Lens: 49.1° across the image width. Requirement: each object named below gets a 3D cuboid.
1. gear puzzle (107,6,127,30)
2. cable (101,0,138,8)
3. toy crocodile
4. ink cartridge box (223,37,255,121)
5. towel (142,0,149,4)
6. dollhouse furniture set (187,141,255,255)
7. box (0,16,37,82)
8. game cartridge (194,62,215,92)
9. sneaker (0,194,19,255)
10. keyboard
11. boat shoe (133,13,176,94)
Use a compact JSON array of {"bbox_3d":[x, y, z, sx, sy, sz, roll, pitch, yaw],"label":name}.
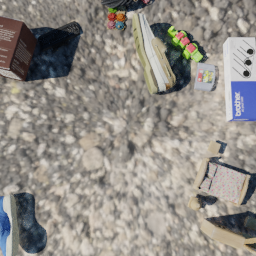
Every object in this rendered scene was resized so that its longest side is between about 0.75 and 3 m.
[{"bbox_3d":[-0.406,-4.333,10.486,0.701,0.177,1.354,4,83,1],"label":"gear puzzle"},{"bbox_3d":[-0.414,-5.309,10.512,1.556,0.484,1.907,-17,74,8],"label":"cable"},{"bbox_3d":[2.076,-3.043,10.161,0.542,0.495,1.605,-40,85,-5],"label":"toy crocodile"},{"bbox_3d":[4.190,-1.704,9.897,1.375,0.647,2.924,0,82,1],"label":"ink cartridge box"},{"bbox_3d":[0.755,-5.456,10.677,0.901,0.142,1.251,39,84,4],"label":"towel"},{"bbox_3d":[3.491,2.173,8.970,2.507,1.435,2.940,21,83,2],"label":"dollhouse furniture set"},{"bbox_3d":[-4.222,-2.719,9.642,1.408,1.422,1.714,14,82,2],"label":"box"},{"bbox_3d":[2.802,-1.849,10.152,0.673,0.207,1.011,9,82,-1],"label":"game cartridge"},{"bbox_3d":[-4.267,3.306,9.112,1.158,0.799,2.081,-8,78,-7],"label":"sneaker"},{"bbox_3d":[-2.510,-3.364,10.307,1.575,0.312,0.820,-27,83,-3],"label":"keyboard"},{"bbox_3d":[0.887,-2.664,9.868,0.968,1.058,2.831,-16,94,-3],"label":"boat shoe"}]
